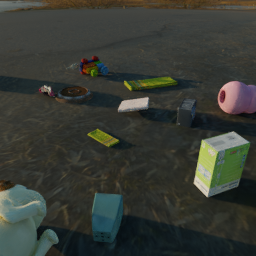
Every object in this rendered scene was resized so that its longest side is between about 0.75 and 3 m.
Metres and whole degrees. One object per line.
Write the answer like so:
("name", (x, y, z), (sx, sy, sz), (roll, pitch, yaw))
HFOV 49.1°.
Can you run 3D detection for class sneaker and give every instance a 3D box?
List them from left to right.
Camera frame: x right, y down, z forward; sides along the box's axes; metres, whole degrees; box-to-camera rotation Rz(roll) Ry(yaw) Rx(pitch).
("sneaker", (-3.992, -1.763, 13.870), (0.469, 0.506, 1.256), (-31, 32, -20))

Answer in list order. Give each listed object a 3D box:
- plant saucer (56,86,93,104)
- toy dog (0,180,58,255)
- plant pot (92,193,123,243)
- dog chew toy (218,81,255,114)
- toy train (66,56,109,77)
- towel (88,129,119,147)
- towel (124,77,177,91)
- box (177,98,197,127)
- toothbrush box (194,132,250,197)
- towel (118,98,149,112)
("plant saucer", (-2.668, -1.708, 13.919), (1.852, 0.297, 1.852), (1, 30, 0))
("toy dog", (-2.621, 2.269, 5.780), (2.454, 1.766, 2.531), (-20, 24, 19))
("plant pot", (-0.513, 2.172, 6.692), (0.682, 0.682, 0.966), (3, 38, 5))
("dog chew toy", (5.141, -1.260, 12.115), (2.276, 1.418, 1.418), (3, 29, -8))
("toy train", (-2.310, -3.395, 16.404), (2.241, 0.948, 1.297), (-26, 52, -38))
("towel", (-0.924, 0.355, 10.433), (1.236, 0.112, 0.532), (26, 38, 38))
("towel", (1.241, -2.503, 15.358), (2.758, 0.249, 1.187), (-9, 32, -16))
("box", (2.418, -0.644, 11.498), (0.572, 0.794, 1.069), (11, 32, 19))
("toothbrush box", (2.582, 1.008, 7.792), (1.134, 1.557, 0.670), (-13, 32, -22))
("towel", (0.279, -1.013, 12.370), (1.287, 0.208, 1.230), (-7, 21, 11))
